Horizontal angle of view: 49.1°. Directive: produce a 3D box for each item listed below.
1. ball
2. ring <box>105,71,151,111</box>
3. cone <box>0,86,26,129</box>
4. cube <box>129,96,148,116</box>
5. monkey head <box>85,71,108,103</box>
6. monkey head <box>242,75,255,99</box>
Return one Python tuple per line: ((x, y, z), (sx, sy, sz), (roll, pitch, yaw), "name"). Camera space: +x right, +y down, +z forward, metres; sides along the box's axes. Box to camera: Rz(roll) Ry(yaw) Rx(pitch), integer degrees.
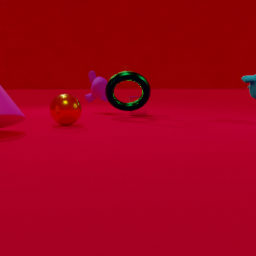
((-1.773, -0.519, 8.000), (0.902, 0.902, 0.902), (0, 9, 0), "ball")
((0.000, -1.254, 9.798), (1.605, 1.605, 0.321), (0, 40, -1), "ring")
((-3.345, -0.864, 6.476), (1.604, 1.610, 1.604), (-13, -6, -1), "cone")
((0.417, -0.856, 10.813), (0.723, 0.723, 0.723), (1, 9, 4), "cube")
((-1.292, -1.545, 11.653), (1.116, 1.552, 0.935), (-29, -17, -8), "monkey head")
((3.904, -1.234, 8.518), (0.940, 0.787, 1.307), (0, 29, -1), "monkey head")
